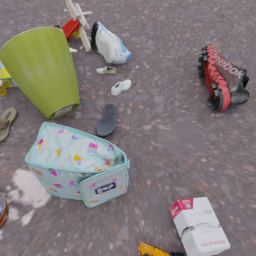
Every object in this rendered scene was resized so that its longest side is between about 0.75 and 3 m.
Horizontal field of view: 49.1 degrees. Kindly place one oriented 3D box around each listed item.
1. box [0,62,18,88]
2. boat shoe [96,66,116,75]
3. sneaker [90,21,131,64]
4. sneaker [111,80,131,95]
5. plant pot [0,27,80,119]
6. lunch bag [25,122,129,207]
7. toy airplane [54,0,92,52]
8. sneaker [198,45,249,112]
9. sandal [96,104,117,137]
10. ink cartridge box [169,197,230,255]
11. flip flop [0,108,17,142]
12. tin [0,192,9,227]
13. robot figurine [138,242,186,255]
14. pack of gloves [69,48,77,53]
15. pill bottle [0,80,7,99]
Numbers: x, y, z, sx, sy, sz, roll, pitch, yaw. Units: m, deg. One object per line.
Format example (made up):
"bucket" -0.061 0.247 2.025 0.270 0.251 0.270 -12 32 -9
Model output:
"box" -3.986 -2.088 10.246 2.135 0.516 1.252 -9 51 -6
"boat shoe" -0.814 -2.169 10.459 0.763 0.261 0.285 1 51 1
"sneaker" -0.777 -3.359 11.114 0.982 0.974 2.711 0 42 -34
"sneaker" -0.219 -1.504 9.831 0.335 0.394 0.891 36 59 27
"plant pot" -2.473 -1.532 8.775 2.156 2.156 2.304 -26 86 -20
"lunch bag" -1.048 1.003 6.817 2.219 1.890 1.353 12 57 8
"toy airplane" -1.977 -4.118 11.168 1.759 1.766 1.246 28 28 28
"sneaker" 3.306 -1.808 9.674 1.417 1.025 2.901 -4 53 -3
"sandal" -0.623 -0.199 8.870 0.569 0.320 1.496 13 42 2
"ink cartridge box" 1.631 2.293 6.476 0.898 0.516 1.237 3 47 -26
"flip flop" -3.904 -0.146 8.706 0.582 0.413 1.436 8 51 7
"tin" -4.012 1.966 6.999 2.117 0.443 1.185 17 48 13
"robot figurine" 0.773 3.081 6.091 1.327 0.386 0.962 19 53 16
"pack of gloves" -3.333 -2.834 10.648 2.176 0.429 1.829 -16 31 -36
"pill bottle" -4.426 -1.387 9.473 0.443 0.796 0.443 0 51 0
